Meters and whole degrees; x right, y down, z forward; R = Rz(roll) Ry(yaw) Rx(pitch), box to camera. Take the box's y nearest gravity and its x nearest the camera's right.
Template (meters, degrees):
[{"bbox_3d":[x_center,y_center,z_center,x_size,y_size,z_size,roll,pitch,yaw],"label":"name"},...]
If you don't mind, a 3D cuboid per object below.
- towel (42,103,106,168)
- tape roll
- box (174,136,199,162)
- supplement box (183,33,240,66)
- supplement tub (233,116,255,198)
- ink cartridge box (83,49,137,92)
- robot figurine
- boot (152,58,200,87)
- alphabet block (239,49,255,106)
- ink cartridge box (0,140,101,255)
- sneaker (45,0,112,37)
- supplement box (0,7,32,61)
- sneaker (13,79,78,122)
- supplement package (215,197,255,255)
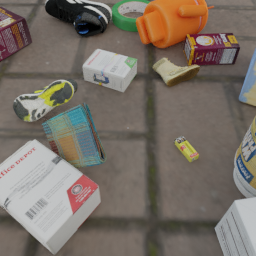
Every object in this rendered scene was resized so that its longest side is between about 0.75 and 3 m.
[{"bbox_3d":[-1.333,0.299,6.571,0.204,1.877,1.376,-23,95,-46],"label":"towel"},{"bbox_3d":[0.300,-4.831,11.933,1.961,0.471,1.961,1,50,-1],"label":"tape roll"},{"bbox_3d":[1.581,0.562,7.620,0.284,0.189,0.755,-22,54,-17],"label":"box"},{"bbox_3d":[2.977,-2.843,10.093,1.725,0.739,0.952,-3,50,-3],"label":"supplement box"},{"bbox_3d":[3.413,0.564,6.191,1.717,2.374,1.717,0,49,-1],"label":"supplement tub"},{"bbox_3d":[-0.593,-1.962,9.415,1.526,0.668,1.108,20,52,14],"label":"ink cartridge box"},{"bbox_3d":[1.775,-4.071,10.483,2.951,2.123,1.721,-28,72,-22],"label":"robot figurine"},{"bbox_3d":[1.650,-2.043,9.603,1.380,0.502,1.073,-26,56,-15],"label":"boot"},{"bbox_3d":[5.284,-2.113,8.209,2.843,2.777,2.792,20,55,17],"label":"alphabet block"},{"bbox_3d":[-1.933,1.478,6.396,2.142,0.888,1.572,31,57,23],"label":"ink cartridge box"},{"bbox_3d":[-2.211,-4.517,11.284,2.883,1.053,1.613,10,50,7],"label":"sneaker"},{"bbox_3d":[-5.031,-3.217,10.169,1.417,1.100,2.568,30,56,23],"label":"supplement box"},{"bbox_3d":[-2.334,-0.803,8.127,2.152,0.801,0.910,-17,13,21],"label":"sneaker"},{"bbox_3d":[3.427,2.420,5.185,2.749,1.524,2.141,-6,51,-6],"label":"supplement package"}]
